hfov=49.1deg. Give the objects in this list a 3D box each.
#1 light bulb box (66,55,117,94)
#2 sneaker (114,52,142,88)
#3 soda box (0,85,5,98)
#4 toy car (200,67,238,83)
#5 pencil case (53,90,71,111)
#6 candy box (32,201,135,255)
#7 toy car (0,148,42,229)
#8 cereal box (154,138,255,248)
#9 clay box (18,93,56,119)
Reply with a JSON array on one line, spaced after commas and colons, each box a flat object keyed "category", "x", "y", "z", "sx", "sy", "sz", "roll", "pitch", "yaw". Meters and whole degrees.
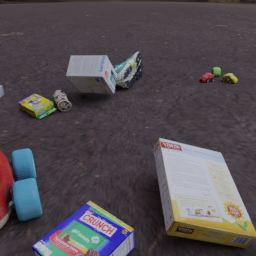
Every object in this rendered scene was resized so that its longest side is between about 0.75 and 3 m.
[{"category": "light bulb box", "x": -1.269, "y": -1.926, "z": 10.215, "sx": 1.395, "sy": 1.382, "sz": 0.870, "roll": 4, "pitch": 73, "yaw": 15}, {"category": "sneaker", "x": -0.088, "y": -2.602, "z": 12.222, "sx": 1.135, "sy": 1.104, "sz": 2.849, "roll": 3, "pitch": 29, "yaw": 23}, {"category": "soda box", "x": -5.054, "y": -1.211, "z": 10.369, "sx": 0.361, "sy": 0.388, "sz": 1.137, "roll": 4, "pitch": 30, "yaw": 7}, {"category": "toy car", "x": 3.992, "y": -2.419, "z": 12.530, "sx": 1.605, "sy": 0.358, "sz": 1.510, "roll": 4, "pitch": 30, "yaw": 6}, {"category": "pencil case", "x": -2.325, "y": -0.975, "z": 9.895, "sx": 0.506, "sy": 0.440, "sz": 1.131, "roll": -16, "pitch": 33, "yaw": -17}, {"category": "candy box", "x": -0.692, "y": 1.958, "z": 4.642, "sx": 1.093, "sy": 0.498, "sz": 1.293, "roll": 20, "pitch": 34, "yaw": 34}, {"category": "toy car", "x": -3.000, "y": 0.530, "z": 5.136, "sx": 2.306, "sy": 2.502, "sz": 2.213, "roll": -10, "pitch": 31, "yaw": -19}, {"category": "cereal box", "x": 1.378, "y": 1.155, "z": 5.500, "sx": 1.565, "sy": 0.430, "sz": 2.175, "roll": 14, "pitch": 34, "yaw": -11}, {"category": "clay box", "x": -3.086, "y": -0.754, "z": 9.539, "sx": 1.259, "sy": 0.300, "sz": 0.724, "roll": 23, "pitch": 48, "yaw": 37}]
